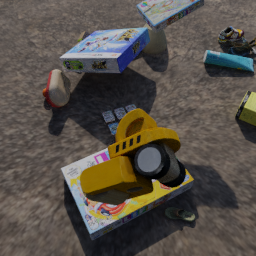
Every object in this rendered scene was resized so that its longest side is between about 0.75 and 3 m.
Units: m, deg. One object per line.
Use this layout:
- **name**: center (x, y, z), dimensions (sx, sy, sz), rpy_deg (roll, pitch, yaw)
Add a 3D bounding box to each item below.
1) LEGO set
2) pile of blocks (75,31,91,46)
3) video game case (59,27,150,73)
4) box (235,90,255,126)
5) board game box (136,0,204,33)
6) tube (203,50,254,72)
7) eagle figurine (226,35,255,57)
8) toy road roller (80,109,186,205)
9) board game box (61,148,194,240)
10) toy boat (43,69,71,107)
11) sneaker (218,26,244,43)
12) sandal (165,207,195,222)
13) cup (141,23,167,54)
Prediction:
- **LEGO set**: center (-0.065, -0.095, 8.771), dimensions (1.126, 0.370, 1.508), rpy_deg (-17, 43, -11)
- **pile of blocks**: center (-1.795, -3.116, 11.054), dimensions (0.482, 0.637, 1.551), rpy_deg (31, 57, -31)
- **video game case**: center (-0.748, -2.774, 9.836), dimensions (2.282, 0.572, 2.518), rpy_deg (8, 42, 27)
- **box**: center (4.636, -0.303, 8.667), dimensions (2.338, 0.586, 0.880), rpy_deg (25, 55, 20)
- **board game box**: center (1.221, -3.591, 8.203), dimensions (1.648, 0.282, 1.108), rpy_deg (-29, 61, 0)
- **tube**: center (3.820, -2.548, 10.574), dimensions (1.844, 0.465, 0.714), rpy_deg (11, 60, 3)
- **eagle figurine**: center (4.505, -3.215, 11.007), dimensions (1.141, 0.861, 0.866), rpy_deg (-16, 2, 24)
- **toy road roller**: center (0.067, 0.578, 5.708), dimensions (2.075, 1.275, 1.514), rpy_deg (-24, 60, 20)
- **board game box**: center (-0.039, 1.336, 7.410), dimensions (2.902, 0.497, 1.951), rpy_deg (-23, 55, -17)
- **toy boat**: center (-2.492, -1.257, 9.402), dimensions (0.874, 0.873, 1.338), rpy_deg (-22, 47, 22)
- **sneaker**: center (4.321, -3.920, 11.533), dimensions (1.287, 0.580, 0.482), rpy_deg (-24, 55, -18)
- **sandal**: center (1.295, 2.124, 6.974), dimensions (0.761, 0.217, 0.302), rpy_deg (8, 52, 7)
- **cup**: center (0.986, -3.700, 11.173), dimensions (1.231, 0.880, 1.231), rpy_deg (0, 51, 0)
